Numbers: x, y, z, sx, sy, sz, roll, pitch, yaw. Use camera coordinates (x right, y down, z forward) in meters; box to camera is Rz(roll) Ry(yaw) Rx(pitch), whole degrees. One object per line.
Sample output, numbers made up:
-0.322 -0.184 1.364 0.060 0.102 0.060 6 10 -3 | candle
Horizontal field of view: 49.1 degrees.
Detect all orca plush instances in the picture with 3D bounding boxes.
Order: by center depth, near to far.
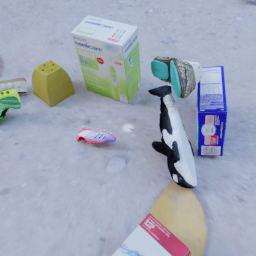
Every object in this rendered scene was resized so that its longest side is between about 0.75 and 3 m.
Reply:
0.885 0.276 6.732 0.884 2.488 1.309 -17 10 25 | orca plush

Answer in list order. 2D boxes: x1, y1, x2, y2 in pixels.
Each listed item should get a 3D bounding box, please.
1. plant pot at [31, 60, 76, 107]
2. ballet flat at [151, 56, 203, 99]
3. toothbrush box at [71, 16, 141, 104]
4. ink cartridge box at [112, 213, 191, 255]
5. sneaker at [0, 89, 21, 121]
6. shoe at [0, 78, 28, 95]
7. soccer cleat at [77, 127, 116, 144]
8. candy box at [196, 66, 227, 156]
-2.417 -1.504 8.840 1.020 1.044 1.014 34 56 29 | plant pot
1.297 -1.405 6.975 0.935 0.842 2.483 -12 24 -6 | ballet flat
-0.557 -1.988 8.391 1.631 2.241 0.965 21 57 19 | toothbrush box
0.343 2.439 5.002 0.964 0.969 1.333 36 72 29 | ink cartridge box
-3.917 -0.473 7.980 1.837 0.768 0.680 -21 21 6 | sneaker
-4.063 -1.162 8.749 1.852 0.647 0.494 -17 87 -27 | shoe
-0.852 0.277 7.518 1.176 0.392 0.450 12 66 28 | soccer cleat
2.175 -0.464 7.408 0.724 1.589 1.879 2 45 15 | candy box
